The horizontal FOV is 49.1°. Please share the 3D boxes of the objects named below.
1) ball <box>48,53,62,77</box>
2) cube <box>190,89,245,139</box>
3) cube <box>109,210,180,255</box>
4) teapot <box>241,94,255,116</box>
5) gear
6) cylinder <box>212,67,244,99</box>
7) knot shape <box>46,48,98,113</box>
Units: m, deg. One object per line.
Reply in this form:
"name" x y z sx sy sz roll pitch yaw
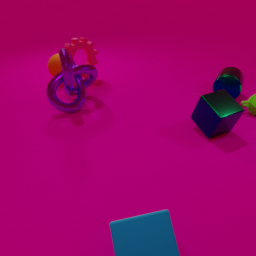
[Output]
"ball" -2.672 -2.453 11.210 1.040 1.040 1.040 0 32 0
"cube" 2.489 -0.400 7.883 0.905 0.905 0.905 -17 55 -25
"cube" 0.277 1.765 4.213 0.866 0.866 0.866 -13 71 1
"teapot" 4.202 -0.776 8.811 1.218 0.596 0.757 0 68 17
"gear" -1.847 -2.691 10.857 1.543 1.543 0.285 -26 36 -35
"cylinder" 3.568 -1.576 9.938 0.963 0.963 0.963 13 34 20
"knot shape" -1.742 -1.566 9.271 0.924 2.000 1.871 13 16 27
